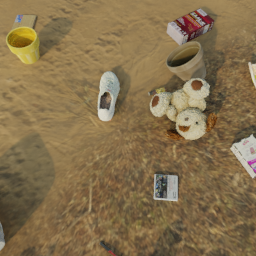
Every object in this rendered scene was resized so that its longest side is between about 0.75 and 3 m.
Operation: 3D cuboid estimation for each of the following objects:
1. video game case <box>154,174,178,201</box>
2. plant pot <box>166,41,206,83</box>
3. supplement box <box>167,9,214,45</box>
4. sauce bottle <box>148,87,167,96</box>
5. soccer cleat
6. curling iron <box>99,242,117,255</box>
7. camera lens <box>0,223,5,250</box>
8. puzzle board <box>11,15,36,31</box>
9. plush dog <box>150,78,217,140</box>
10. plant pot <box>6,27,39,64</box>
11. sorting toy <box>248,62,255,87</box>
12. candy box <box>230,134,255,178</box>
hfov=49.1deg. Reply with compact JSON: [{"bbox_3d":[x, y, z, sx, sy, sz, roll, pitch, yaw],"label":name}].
[{"bbox_3d":[1.407,2.203,10.401,0.858,0.110,0.944,4,62,2],"label":"video game case"},{"bbox_3d":[2.695,-2.687,12.183,1.625,1.410,1.625,-27,37,23],"label":"plant pot"},{"bbox_3d":[3.143,-5.107,14.114,2.097,0.639,1.141,-30,65,-17],"label":"supplement box"},{"bbox_3d":[1.308,-1.601,12.408,0.798,0.263,0.263,-16,62,-9],"label":"sauce bottle"},{"bbox_3d":[-0.833,-1.501,11.929,0.888,0.994,2.564,3,61,1],"label":"soccer cleat"},{"bbox_3d":[-0.617,4.154,9.320,0.921,0.118,0.228,40,69,19],"label":"curling iron"},{"bbox_3d":[-5.132,3.088,8.946,1.770,1.770,2.213,-29,65,-15],"label":"camera lens"},{"bbox_3d":[-5.418,-5.380,14.569,1.032,0.119,1.370,2,61,3],"label":"puzzle board"},{"bbox_3d":[2.370,-0.537,11.249,2.441,1.959,2.097,-21,75,21],"label":"plush dog"},{"bbox_3d":[-4.725,-3.714,12.969,1.381,1.299,1.381,0,61,-1],"label":"plant pot"},{"bbox_3d":[6.235,-2.079,12.366,1.755,0.937,1.579,-3,70,5],"label":"sorting toy"},{"bbox_3d":[4.817,1.083,10.822,0.977,0.437,1.432,-23,64,-12],"label":"candy box"}]
